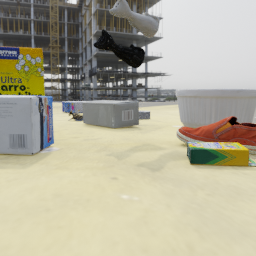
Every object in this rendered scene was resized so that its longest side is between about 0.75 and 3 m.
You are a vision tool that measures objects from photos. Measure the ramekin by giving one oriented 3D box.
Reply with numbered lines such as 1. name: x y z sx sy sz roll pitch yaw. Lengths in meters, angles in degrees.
1. ramekin: 3.258 -0.752 10.443 2.994 1.394 2.994 0 7 0

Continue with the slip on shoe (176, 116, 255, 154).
1. slip on shoe: 2.165 0.096 6.118 2.392 0.732 0.886 4 9 41

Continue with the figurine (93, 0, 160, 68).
1. figurine: -0.044 -2.618 7.675 1.509 1.547 0.666 16 15 -39

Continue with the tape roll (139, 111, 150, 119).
1. tape roll: 0.544 -0.659 14.042 1.163 0.384 1.163 -1 7 0

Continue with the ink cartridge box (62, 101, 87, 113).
1. ink cartridge box: -3.579 -1.447 19.072 1.374 0.769 2.014 -6 11 -41

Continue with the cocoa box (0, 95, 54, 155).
1. cocoa box: -2.603 -0.118 5.981 1.737 1.158 1.140 1 7 6

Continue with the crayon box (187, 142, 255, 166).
1. crayon box: 1.647 0.446 4.972 1.131 0.292 0.711 1 7 7

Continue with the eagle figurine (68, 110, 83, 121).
1. eagle figurine: -2.286 -0.537 12.888 0.874 0.660 0.663 28 49 -5

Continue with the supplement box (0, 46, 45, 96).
1. supplement box: -3.048 -0.946 7.789 1.306 2.399 1.314 -4 8 -24

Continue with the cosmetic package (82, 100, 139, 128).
1. cosmetic package: -0.718 -0.578 10.831 1.206 1.018 2.257 -10 14 -40
